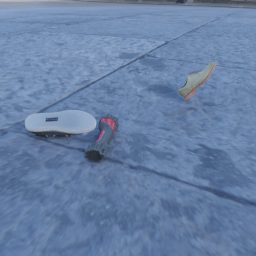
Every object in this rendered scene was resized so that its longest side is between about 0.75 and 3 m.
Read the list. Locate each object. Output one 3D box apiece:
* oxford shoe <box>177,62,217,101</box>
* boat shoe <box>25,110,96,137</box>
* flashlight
[{"bbox_3d":[2.540,-1.823,10.352,0.634,1.718,0.608,41,12,-1],"label":"oxford shoe"},{"bbox_3d":[-1.919,-0.014,8.176,2.095,0.694,0.733,-3,56,5],"label":"boat shoe"},{"bbox_3d":[-0.732,0.259,7.808,0.606,0.604,1.784,32,35,-6],"label":"flashlight"}]
